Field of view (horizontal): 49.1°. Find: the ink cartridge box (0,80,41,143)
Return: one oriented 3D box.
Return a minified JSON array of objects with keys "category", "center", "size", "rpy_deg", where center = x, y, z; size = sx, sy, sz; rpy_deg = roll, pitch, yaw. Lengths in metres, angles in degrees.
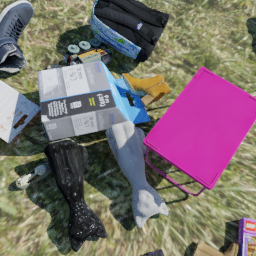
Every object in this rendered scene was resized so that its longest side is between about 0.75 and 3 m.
[{"category":"ink cartridge box","center":[-3.870,-0.493,8.831],"size":[1.851,0.464,1.490],"rpy_deg":[33,69,9]}]

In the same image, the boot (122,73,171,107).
[{"category":"boot","center":[0.568,-1.410,8.771],"size":[1.018,0.500,1.422],"rpy_deg":[-37,72,-8]}]

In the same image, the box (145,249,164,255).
[{"category":"box","center":[0.094,4.088,6.680],"size":[2.200,0.397,1.573],"rpy_deg":[-19,66,-7]}]

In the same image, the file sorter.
[{"category":"file sorter","center":[1.950,0.188,7.758],"size":[1.931,1.743,2.779],"rpy_deg":[35,70,14]}]

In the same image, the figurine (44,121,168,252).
[{"category":"figurine","center":[-0.531,1.498,7.593],"size":[2.856,1.229,2.787],"rpy_deg":[-16,74,-8]}]

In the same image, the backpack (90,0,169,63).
[{"category":"backpack","center":[-0.139,-3.532,9.593],"size":[2.398,1.844,1.956],"rpy_deg":[28,75,-15]}]

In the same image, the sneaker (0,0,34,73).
[{"category":"sneaker","center":[-3.823,-3.078,9.579],"size":[1.924,1.012,2.662],"rpy_deg":[35,79,26]}]

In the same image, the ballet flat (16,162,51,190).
[{"category":"ballet flat","center":[-2.649,1.338,7.977],"size":[1.152,0.367,0.388],"rpy_deg":[-35,70,-15]}]

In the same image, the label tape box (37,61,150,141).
[{"category":"label tape box","center":[-1.046,-0.963,8.347],"size":[2.997,0.949,2.161],"rpy_deg":[-12,51,-10]}]

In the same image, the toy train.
[{"category":"toy train","center":[-1.322,-2.404,9.397],"size":[1.656,0.706,0.944],"rpy_deg":[-29,68,-32]}]

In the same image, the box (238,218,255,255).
[{"category":"box","center":[3.812,3.158,7.119],"size":[1.908,0.373,1.306],"rpy_deg":[12,66,5]}]

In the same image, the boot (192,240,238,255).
[{"category":"boot","center":[2.245,3.148,7.166],"size":[0.962,0.318,0.843],"rpy_deg":[24,67,12]}]

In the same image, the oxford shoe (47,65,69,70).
[{"category":"oxford shoe","center":[-2.202,-2.010,9.495],"size":[1.185,0.437,0.419],"rpy_deg":[8,68,5]}]
